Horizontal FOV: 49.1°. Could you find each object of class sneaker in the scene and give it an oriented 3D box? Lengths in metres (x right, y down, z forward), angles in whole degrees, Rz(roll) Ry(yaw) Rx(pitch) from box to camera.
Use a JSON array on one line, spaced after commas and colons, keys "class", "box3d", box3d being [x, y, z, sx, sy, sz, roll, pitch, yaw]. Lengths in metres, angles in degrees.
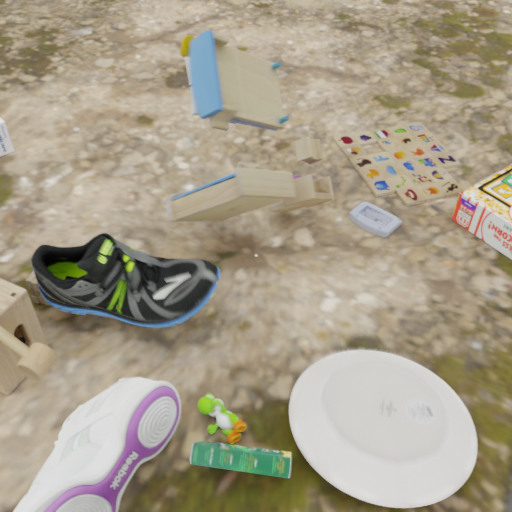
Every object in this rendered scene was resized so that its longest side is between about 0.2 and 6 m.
[{"class": "sneaker", "box3d": [-1.985, 0.322, 8.227, 2.905, 1.204, 1.030, 4, 52, 11]}, {"class": "sneaker", "box3d": [-2.154, 2.676, 7.113, 1.365, 1.026, 2.741, 6, 43, 45]}]

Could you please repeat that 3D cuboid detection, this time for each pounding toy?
[{"class": "pounding toy", "box3d": [-3.600, 0.920, 7.887, 2.327, 2.045, 1.065, 19, 46, 18]}]

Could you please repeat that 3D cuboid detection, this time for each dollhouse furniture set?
[{"class": "dollhouse furniture set", "box3d": [-0.340, -2.254, 10.240, 1.912, 2.930, 2.766, -13, -6, 42]}]

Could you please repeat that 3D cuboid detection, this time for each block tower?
[{"class": "block tower", "box3d": [-2.780, 0.584, 9.308, 2.069, 0.559, 0.598, 11, 45, 11]}]

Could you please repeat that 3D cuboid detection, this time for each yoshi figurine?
[{"class": "yoshi figurine", "box3d": [-0.536, 2.217, 7.760, 0.443, 0.441, 0.788, -37, 53, -21]}]

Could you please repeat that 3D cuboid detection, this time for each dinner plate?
[{"class": "dinner plate", "box3d": [1.737, 2.164, 7.671, 2.567, 0.311, 2.567, 4, 38, -3]}]

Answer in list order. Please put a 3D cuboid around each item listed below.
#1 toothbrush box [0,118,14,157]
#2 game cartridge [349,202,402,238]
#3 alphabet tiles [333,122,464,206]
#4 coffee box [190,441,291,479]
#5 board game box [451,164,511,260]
[{"class": "toothbrush box", "box3d": [-6.599, -2.550, 12.296, 1.395, 0.813, 1.905, 35, 54, 30]}, {"class": "game cartridge", "box3d": [2.296, -0.704, 10.903, 0.904, 0.185, 0.602, 33, 50, 29]}, {"class": "alphabet tiles", "box3d": [3.269, -2.066, 12.331, 2.268, 0.102, 2.713, -12, 46, -13]}, {"class": "coffee box", "box3d": [-0.162, 2.579, 7.144, 1.241, 0.763, 0.273, 6, 75, 7]}, {"class": "board game box", "box3d": [5.768, -0.940, 10.721, 3.154, 0.730, 2.389, -26, 50, -24]}]
